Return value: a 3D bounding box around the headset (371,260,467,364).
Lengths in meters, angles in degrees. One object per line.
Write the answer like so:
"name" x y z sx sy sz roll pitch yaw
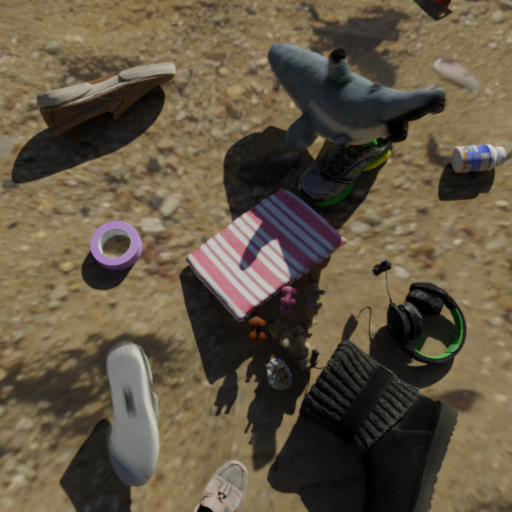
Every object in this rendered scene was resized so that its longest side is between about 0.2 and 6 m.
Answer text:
"headset" 2.925 0.957 10.161 1.335 1.016 2.162 -42 84 -16

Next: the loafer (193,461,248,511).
"loafer" -0.745 4.233 8.997 0.710 0.621 1.975 30 70 12

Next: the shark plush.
"shark plush" 1.496 -2.875 10.205 2.047 1.876 4.505 -28 30 -1

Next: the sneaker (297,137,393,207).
"sneaker" 1.824 -2.003 11.365 2.554 1.088 0.997 -42 74 -15

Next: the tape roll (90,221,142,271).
"tape roll" -2.751 -0.195 11.028 0.945 0.310 0.945 0 66 0

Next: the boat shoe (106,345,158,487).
"boat shoe" -1.957 2.591 9.258 0.792 0.713 2.240 -4 87 8

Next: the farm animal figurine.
"farm animal figurine" 0.674 1.378 10.121 1.635 0.852 1.617 -25 80 -12

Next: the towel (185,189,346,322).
"towel" 0.161 -0.063 10.690 2.583 0.386 1.890 -36 53 -11

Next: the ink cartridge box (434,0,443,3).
"ink cartridge box" 4.503 -6.578 13.690 0.566 0.328 0.975 -31 71 -12

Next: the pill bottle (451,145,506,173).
"pill bottle" 4.633 -2.035 11.670 0.972 0.545 0.545 -5 67 -2

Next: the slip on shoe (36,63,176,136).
"slip on shoe" -3.124 -3.419 12.104 3.001 1.141 0.909 -22 109 -18

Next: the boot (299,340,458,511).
"boot" 1.660 3.164 9.099 2.351 1.183 3.144 30 60 5
